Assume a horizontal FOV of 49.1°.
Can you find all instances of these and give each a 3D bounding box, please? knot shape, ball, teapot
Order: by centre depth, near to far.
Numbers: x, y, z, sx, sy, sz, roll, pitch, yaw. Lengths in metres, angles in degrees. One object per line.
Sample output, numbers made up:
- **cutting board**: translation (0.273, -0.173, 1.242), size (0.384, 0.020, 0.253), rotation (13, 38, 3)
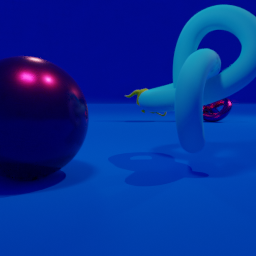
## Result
- **ball**: translation (-0.885, -0.085, 2.472), size (1.068, 1.068, 1.068), rotation (0, 5, 0)
- **knot shape**: translation (0.683, -0.487, 3.110), size (0.712, 1.542, 1.443), rotation (29, -13, -14)
- **teapot**: translation (0.672, -0.908, 9.807), size (1.587, 0.777, 0.987), rotation (31, 12, -1)
- **knot shape**: translation (2.785, -0.665, 9.970), size (1.754, 0.811, 1.641), rotation (2, 6, 22)
